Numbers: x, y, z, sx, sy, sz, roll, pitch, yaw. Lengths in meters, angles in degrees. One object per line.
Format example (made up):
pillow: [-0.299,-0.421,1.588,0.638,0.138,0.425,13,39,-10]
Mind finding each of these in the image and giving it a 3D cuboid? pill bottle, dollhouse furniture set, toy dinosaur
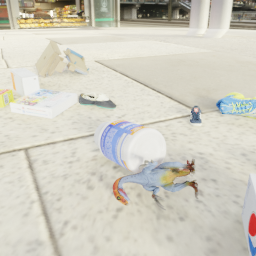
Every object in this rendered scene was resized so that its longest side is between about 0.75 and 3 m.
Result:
pill bottle: [-0.063,0.366,6.755,1.066,1.066,1.902,-15,18,-30]
dollhouse furniture set: [-3.376,-3.140,15.388,2.553,1.666,2.411,19,31,-43]
toy dinosaur: [0.562,1.130,5.675,1.653,0.957,1.822,-4,-8,6]

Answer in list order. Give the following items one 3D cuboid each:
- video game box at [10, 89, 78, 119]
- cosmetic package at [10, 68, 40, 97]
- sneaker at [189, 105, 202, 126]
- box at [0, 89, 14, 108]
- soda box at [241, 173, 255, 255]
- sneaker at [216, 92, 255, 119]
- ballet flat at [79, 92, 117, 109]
video game box: [-3.120,-0.963,10.619,1.737,0.446,1.907,11,26,16]
cosmetic package: [-4.511,-1.969,12.237,0.683,0.973,1.918,-16,28,-32]
sneaker: [2.284,-0.440,9.435,0.420,0.473,1.120,3,25,7]
box: [-5.724,-1.212,11.052,2.177,0.546,0.819,5,25,10]
soda box: [2.305,1.835,3.786,1.008,0.943,2.961,5,25,12]
sneaker: [3.905,-0.644,9.722,1.108,0.799,2.109,-20,22,-14]
ballet flat: [-1.195,-1.091,10.802,1.584,0.579,0.579,9,26,19]
